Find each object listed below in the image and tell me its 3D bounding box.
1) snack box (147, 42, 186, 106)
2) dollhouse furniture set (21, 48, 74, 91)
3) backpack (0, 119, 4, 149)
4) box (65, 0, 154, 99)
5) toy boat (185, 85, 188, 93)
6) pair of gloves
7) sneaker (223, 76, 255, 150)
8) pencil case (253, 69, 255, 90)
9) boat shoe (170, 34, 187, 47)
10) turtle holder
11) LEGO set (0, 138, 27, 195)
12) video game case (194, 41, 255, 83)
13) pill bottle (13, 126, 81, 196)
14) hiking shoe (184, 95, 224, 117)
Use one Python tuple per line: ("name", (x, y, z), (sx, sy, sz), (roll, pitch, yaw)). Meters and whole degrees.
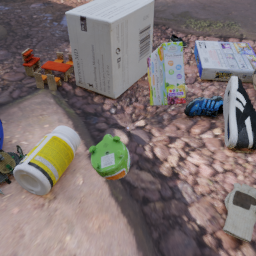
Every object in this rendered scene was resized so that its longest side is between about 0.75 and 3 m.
("snack box", (0.682, -0.946, 5.287), (0.382, 1.025, 1.442), (-7, 5, -6))
("dollhouse furniture set", (-3.191, -2.493, 11.133), (1.872, 0.975, 1.892), (11, 42, 13))
("backpack", (-4.476, -0.162, 7.292), (2.014, 2.400, 1.950), (-14, 41, -15))
("box", (-0.514, -3.127, 10.410), (1.870, 2.846, 2.861), (22, 45, 25))
("toy boat", (1.744, -1.541, 10.426), (1.042, 0.576, 1.239), (8, 49, 15))
("pair of gloves", (3.122, 2.058, 6.307), (1.883, 0.330, 1.601), (15, 39, 14))
("sneaker", (3.716, -0.421, 8.574), (1.384, 0.904, 2.474), (9, 63, 5))
("pencil case", (5.879, -1.803, 10.232), (2.483, 1.111, 0.966), (0, 41, 1))
("boat shoe", (2.485, -4.312, 13.744), (0.408, 0.362, 1.091), (-19, 44, -21))
("turtle holder", (-0.339, 0.565, 5.291), (0.721, 0.674, 0.949), (-39, 43, -10))
("LEGO set", (-3.497, 0.935, 7.099), (2.184, 0.619, 1.418), (20, 58, -29))
("video game case", (4.143, -2.855, 11.843), (2.388, 0.599, 2.634), (3, 41, 4))
("pill bottle", (-2.014, 0.780, 7.281), (1.003, 1.003, 1.755), (15, 43, 17))
("hiking shoe", (2.643, -0.669, 9.285), (1.606, 0.598, 0.696), (-16, 42, -18))
